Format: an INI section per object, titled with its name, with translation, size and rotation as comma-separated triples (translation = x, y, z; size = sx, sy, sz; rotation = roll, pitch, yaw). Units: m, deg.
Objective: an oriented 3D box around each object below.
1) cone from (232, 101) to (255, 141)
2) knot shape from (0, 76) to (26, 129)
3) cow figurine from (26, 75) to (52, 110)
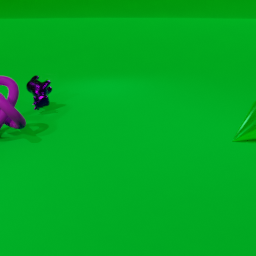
[cone]
translation = 3.416, 0.051, 7.824
size = 1.221, 1.216, 1.216
rotation = -31, 29, -4
[knot shape]
translation = -3.536, -0.662, 7.805
size = 1.745, 1.633, 0.806
rotation = -19, -9, 42
[cow figurine]
translation = -3.198, -1.236, 9.887
size = 1.203, 0.660, 1.184
rotation = 25, 55, 15
